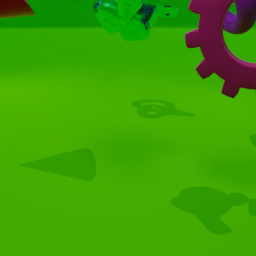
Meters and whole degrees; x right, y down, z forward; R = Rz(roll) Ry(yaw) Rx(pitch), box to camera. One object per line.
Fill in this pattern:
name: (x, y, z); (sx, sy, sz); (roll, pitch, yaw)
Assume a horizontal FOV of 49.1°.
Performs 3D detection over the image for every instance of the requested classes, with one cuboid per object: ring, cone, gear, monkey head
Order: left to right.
cone: (-2.732, -2.390, 5.342); (1.331, 1.326, 1.326); (-35, 26, -1)
monkey head: (0.052, -1.843, 4.080); (1.417, 0.854, 1.019); (23, -14, -5)
ring: (1.942, -2.811, 5.786); (0.388, 1.941, 1.941); (-35, 23, 5)
gear: (1.767, -1.333, 3.682); (1.946, 1.946, 0.360); (8, 25, 20)

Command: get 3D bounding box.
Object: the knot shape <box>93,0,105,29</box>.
knot shape: (-0.417, -3.872, 8.623); (0.958, 1.941, 2.074); (26, -23, -21)
